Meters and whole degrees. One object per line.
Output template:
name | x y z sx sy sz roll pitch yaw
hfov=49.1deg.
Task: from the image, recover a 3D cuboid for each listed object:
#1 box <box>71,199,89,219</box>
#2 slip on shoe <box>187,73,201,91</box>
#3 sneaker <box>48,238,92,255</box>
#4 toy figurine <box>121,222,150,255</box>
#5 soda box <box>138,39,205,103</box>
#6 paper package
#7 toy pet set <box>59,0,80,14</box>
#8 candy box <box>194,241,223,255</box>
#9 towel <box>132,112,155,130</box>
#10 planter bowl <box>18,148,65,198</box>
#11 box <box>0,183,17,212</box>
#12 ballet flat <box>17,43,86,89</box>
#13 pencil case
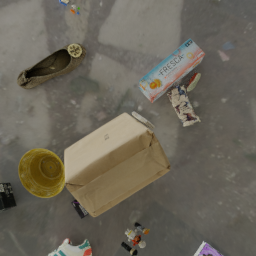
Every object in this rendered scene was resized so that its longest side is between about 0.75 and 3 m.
box | -1.439 2.671 9.973 0.966 0.174 0.691 -35 82 -4
slip on shoe | 2.476 -1.763 10.730 0.249 0.301 0.813 29 86 38
sneaker | -2.265 4.328 9.485 2.159 0.760 1.009 -8 64 -1
toy figurine | 0.258 3.486 8.803 0.578 0.830 0.817 28 111 28
soda box | 1.599 -2.121 10.485 2.576 0.819 0.881 -40 82 -7
paper package | -0.516 0.961 8.719 2.737 2.872 1.486 -31 108 -5
toy pet set | -2.348 -5.027 11.298 0.764 0.434 0.818 12 82 -33
candy box | 2.687 4.549 9.549 0.820 0.350 0.978 36 82 6
towel | 0.490 -0.225 8.587 0.576 0.869 0.150 35 91 24
planter bowl | -2.835 1.475 9.781 1.760 0.733 1.760 2 101 11
box | -4.807 2.541 9.519 1.481 1.100 0.921 -20 81 -4
ballet flat | -2.905 -2.382 10.605 2.893 0.671 0.975 -29 81 -5
pencil case | 2.067 -0.797 10.351 0.699 0.608 1.563 -28 80 19
